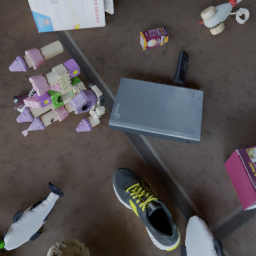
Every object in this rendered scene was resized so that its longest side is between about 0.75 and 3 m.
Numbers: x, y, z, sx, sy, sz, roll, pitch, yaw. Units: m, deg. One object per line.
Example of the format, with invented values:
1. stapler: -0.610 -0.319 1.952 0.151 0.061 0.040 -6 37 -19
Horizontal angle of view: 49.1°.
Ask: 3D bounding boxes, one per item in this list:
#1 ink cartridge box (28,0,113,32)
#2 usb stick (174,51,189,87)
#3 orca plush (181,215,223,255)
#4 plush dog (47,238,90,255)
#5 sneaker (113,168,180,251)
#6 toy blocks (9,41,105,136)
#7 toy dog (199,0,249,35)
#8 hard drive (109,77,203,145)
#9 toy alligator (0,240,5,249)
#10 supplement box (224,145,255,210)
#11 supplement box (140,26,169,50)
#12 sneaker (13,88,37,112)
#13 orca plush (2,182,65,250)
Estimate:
1. ink cartridge box: -2.018 -4.904 10.160 2.876 1.848 1.801 -7 60 -5
2. usb stick: 1.781 -1.985 9.308 0.406 0.239 1.465 33 53 -23
3. orca plush: 1.942 3.105 6.242 0.795 1.176 2.236 22 30 -30
4. plush dog: -0.778 3.664 5.528 2.167 2.024 2.523 25 61 -13
5. sneaker: 0.478 1.808 6.862 0.885 1.006 2.377 -35 66 -19
6. toy blocks: -2.103 -0.662 7.610 2.000 2.220 2.376 -33 69 -20
7. toy dog: 3.403 -4.324 10.380 2.025 1.336 0.975 -27 25 -19
8. hard drive: 0.873 -0.551 8.378 2.596 0.427 1.812 10 58 5
9. toy alligator: -3.606 2.487 6.228 1.881 0.558 0.510 -4 22 1
10. supplement box: 3.840 1.129 7.192 2.102 1.085 1.376 -11 61 -6
11. supplement box: 0.927 -3.187 9.953 0.932 0.514 0.399 -16 62 -8
12. sneaker: -3.211 -1.027 8.795 0.676 0.443 1.171 17 63 13
13. orca plush: -2.444 2.103 6.923 0.628 0.929 1.766 12 65 45
